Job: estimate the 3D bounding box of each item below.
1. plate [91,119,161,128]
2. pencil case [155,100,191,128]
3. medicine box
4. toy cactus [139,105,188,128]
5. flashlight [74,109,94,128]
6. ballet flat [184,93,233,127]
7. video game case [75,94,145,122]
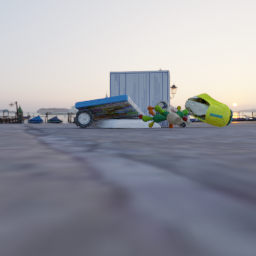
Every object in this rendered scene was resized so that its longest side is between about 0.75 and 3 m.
[{"bbox_3d":[-0.089,-0.115,7.824,1.499,0.242,1.496,0,0,-30],"label":"plate"},{"bbox_3d":[1.307,-0.388,8.122,0.597,0.519,1.335,16,-1,42],"label":"pencil case"},{"bbox_3d":[0.419,-0.954,9.543,2.032,1.851,1.046,0,1,9],"label":"medicine box"},{"bbox_3d":[0.779,-0.180,5.494,1.003,0.513,0.828,2,13,-16],"label":"toy cactus"},{"bbox_3d":[-1.230,-0.252,7.930,0.518,0.520,1.529,12,0,-7],"label":"flashlight"},{"bbox_3d":[2.484,-0.699,9.537,0.966,0.963,2.882,7,13,-10],"label":"ballet flat"},{"bbox_3d":[-0.397,-0.438,8.070,1.462,0.182,2.044,-6,-16,17],"label":"video game case"}]
